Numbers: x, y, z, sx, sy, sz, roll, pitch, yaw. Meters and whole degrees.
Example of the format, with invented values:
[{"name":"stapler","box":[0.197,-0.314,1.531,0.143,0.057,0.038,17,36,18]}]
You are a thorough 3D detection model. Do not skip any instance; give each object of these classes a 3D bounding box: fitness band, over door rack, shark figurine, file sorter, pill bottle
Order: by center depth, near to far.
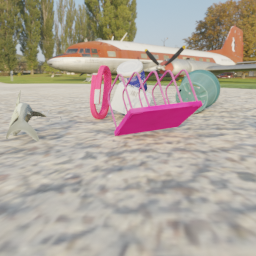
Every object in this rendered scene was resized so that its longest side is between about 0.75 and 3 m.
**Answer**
[{"name":"shark figurine","box":[-2.372,-0.279,6.768,0.835,1.196,2.001,16,-4,-24]},{"name":"file sorter","box":[0.602,-0.720,7.326,1.963,1.231,1.364,-8,-21,-23]},{"name":"over door rack","box":[-2.598,-0.369,8.891,0.589,0.266,0.798,-11,-16,34]},{"name":"fitness band","box":[-0.971,-1.296,10.178,0.365,1.951,1.401,6,-2,12]},{"name":"pill bottle","box":[0.249,-1.804,11.727,1.073,1.793,1.073,-10,41,8]}]

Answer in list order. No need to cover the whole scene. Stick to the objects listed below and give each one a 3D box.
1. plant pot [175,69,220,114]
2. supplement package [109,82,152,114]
[{"name":"plant pot","box":[2.905,-1.492,12.009,1.803,1.803,1.766,5,20,25]},{"name":"supplement package","box":[0.117,-1.006,10.268,1.259,0.968,1.316,23,11,-3]}]
